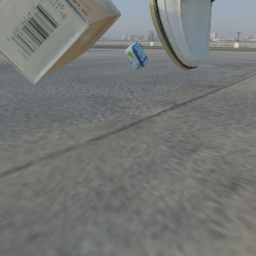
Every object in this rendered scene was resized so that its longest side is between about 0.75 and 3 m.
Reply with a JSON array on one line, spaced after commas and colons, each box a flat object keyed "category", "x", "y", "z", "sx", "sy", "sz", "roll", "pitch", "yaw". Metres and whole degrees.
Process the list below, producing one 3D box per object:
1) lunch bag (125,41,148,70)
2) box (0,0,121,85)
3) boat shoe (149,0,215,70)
[{"category": "lunch bag", "x": 0.258, "y": -1.972, "z": 7.700, "sx": 0.346, "sy": 0.674, "sz": 0.839, "roll": -25, "pitch": 17, "yaw": 22}, {"category": "box", "x": -1.121, "y": -1.950, "z": 5.054, "sx": 1.355, "sy": 1.109, "sz": 2.853, "roll": -39, "pitch": 14, "yaw": 23}, {"category": "boat shoe", "x": 0.992, "y": -2.452, "z": 4.547, "sx": 1.086, "sy": 2.907, "sz": 0.994, "roll": -17, "pitch": 8, "yaw": -41}]
